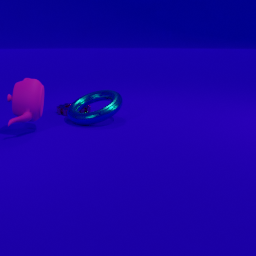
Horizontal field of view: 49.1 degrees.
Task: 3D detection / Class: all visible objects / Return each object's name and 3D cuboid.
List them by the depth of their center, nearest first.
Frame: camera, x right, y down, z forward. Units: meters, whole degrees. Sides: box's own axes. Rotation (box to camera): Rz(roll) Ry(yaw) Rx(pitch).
[{"bbox_3d":[-3.084,-0.797,8.408,1.020,1.296,2.084,5,48,-13],"label":"teapot"},{"bbox_3d":[-1.153,-0.750,9.760,1.999,0.400,1.999,-12,32,8],"label":"ring"},{"bbox_3d":[-2.112,-0.745,10.928,1.273,0.236,1.273,0,18,0],"label":"gear"}]
